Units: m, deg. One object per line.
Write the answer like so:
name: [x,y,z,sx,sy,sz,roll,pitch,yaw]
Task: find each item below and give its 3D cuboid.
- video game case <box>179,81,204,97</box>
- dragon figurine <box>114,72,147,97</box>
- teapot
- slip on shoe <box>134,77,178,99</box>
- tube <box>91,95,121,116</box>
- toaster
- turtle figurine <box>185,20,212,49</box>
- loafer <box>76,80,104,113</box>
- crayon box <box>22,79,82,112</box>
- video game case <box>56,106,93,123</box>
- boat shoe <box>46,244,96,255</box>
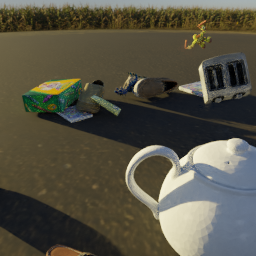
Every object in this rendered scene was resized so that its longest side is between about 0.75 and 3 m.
video game case: [4.272,-1.984,14.882,1.826,0.230,2.550,-18,30,-33]
dragon figurine: [0.416,-2.127,14.525,2.623,1.304,0.772,3,14,-45]
teapot: [1.934,1.216,5.593,2.933,2.142,2.895,-20,31,-36]
slip on shoe: [1.450,-2.049,14.132,2.661,1.012,0.806,-12,14,-41]
tube: [-0.943,-0.995,11.882,1.352,0.392,0.351,32,67,-3]
toaster: [2.590,-1.369,7.534,1.179,1.304,0.774,-10,-1,9]
turtle figurine: [2.079,-2.538,7.936,0.734,0.910,0.293,4,41,-44]
loafer: [-1.671,-1.509,12.756,1.099,0.975,2.891,10,24,-3]
crayon box: [-3.396,-1.562,13.064,1.686,0.827,2.838,0,23,11]
video game case: [-2.320,-0.619,12.022,1.015,0.128,1.418,-18,31,-35]
boat shoe: [-0.688,2.413,4.767,1.811,0.650,0.686,15,28,29]
